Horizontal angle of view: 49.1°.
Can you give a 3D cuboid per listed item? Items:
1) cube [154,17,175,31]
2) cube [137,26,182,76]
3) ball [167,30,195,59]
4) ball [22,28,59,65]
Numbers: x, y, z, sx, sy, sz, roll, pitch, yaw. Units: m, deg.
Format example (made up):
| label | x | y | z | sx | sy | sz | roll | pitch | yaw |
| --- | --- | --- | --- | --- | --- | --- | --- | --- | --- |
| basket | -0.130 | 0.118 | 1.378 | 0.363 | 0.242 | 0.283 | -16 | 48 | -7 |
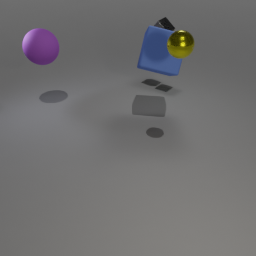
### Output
| label | x | y | z | sx | sy | sz | roll | pitch | yaw |
| --- | --- | --- | --- | --- | --- | --- | --- | --- | --- |
| cube | 1.526 | -4.356 | 12.456 | 0.700 | 0.700 | 0.700 | 50 | 50 | -2 |
| cube | 1.198 | -2.743 | 10.210 | 1.400 | 1.400 | 1.400 | 13 | 9 | -4 |
| ball | 1.339 | -2.122 | 7.125 | 0.700 | 0.700 | 0.700 | 0 | 30 | 0 |
| ball | -3.443 | -3.215 | 11.117 | 1.400 | 1.400 | 1.400 | 0 | 30 | 0 |
